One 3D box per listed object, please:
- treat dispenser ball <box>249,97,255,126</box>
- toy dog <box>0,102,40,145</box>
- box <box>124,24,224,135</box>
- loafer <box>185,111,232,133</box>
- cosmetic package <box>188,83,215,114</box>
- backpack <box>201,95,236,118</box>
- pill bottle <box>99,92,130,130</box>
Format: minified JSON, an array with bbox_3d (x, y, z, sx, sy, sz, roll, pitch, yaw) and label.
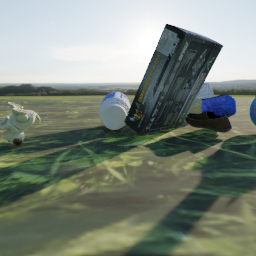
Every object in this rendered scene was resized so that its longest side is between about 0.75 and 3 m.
[{"bbox_3d":[3.932,-0.452,7.597,1.177,1.177,1.177,0,8,0],"label":"treat dispenser ball"},{"bbox_3d":[-2.402,-0.047,6.088,0.577,0.827,0.802,32,11,39],"label":"toy dog"},{"bbox_3d":[1.302,-1.254,7.828,0.683,2.825,2.237,39,30,29],"label":"box"},{"bbox_3d":[2.203,-0.275,7.715,0.510,0.496,1.396,-28,28,-36],"label":"loafer"},{"bbox_3d":[2.456,-1.255,12.450,2.380,0.965,1.343,-2,-32,-15],"label":"cosmetic package"},{"bbox_3d":[2.986,-0.599,9.038,0.970,0.814,0.788,-16,-22,40],"label":"backpack"},{"bbox_3d":[-0.410,-0.534,8.800,0.992,0.992,1.768,0,16,0],"label":"pill bottle"}]
